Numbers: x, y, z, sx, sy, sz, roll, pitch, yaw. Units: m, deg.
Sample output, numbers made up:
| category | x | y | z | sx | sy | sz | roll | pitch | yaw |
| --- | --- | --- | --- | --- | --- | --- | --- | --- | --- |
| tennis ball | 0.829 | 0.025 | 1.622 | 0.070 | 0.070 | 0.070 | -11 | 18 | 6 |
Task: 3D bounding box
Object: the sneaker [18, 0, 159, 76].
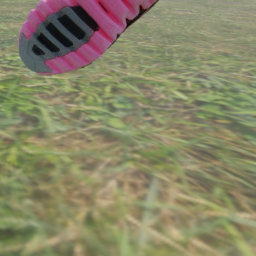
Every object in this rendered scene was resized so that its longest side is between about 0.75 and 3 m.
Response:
| category | x | y | z | sx | sy | sz | roll | pitch | yaw |
| --- | --- | --- | --- | --- | --- | --- | --- | --- | --- |
| sneaker | -0.377 | -1.724 | 4.283 | 2.744 | 1.084 | 1.309 | -35 | 8 | 3 |
